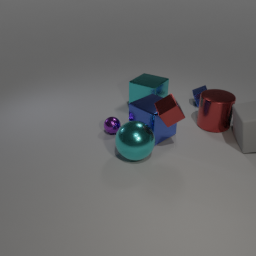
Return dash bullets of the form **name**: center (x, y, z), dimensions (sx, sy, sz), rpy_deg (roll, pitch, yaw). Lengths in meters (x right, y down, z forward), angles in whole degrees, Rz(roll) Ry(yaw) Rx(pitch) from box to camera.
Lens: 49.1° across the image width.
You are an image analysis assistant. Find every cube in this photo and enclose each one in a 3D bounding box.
- **cube**: center (3.592, -1.550, 13.634), dimensions (0.700, 0.700, 0.700), rpy_deg (-19, 25, 18)
- **cube**: center (0.982, -1.635, 13.306), dimensions (1.400, 1.400, 1.400), rpy_deg (18, 35, 28)
- **cube**: center (0.994, -0.362, 11.131), dimensions (1.400, 1.400, 1.400), rpy_deg (-26, 38, -36)
- **cube**: center (4.787, -0.083, 10.415), dimensions (1.400, 1.400, 1.400), rpy_deg (-9, 30, 9)
- **cube**: center (1.417, -0.598, 9.533), dimensions (0.700, 0.700, 0.700), rpy_deg (-30, 41, 15)

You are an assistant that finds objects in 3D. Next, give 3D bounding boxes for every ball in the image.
- **ball**: center (-0.644, -0.118, 11.426), dimensions (0.700, 0.700, 0.700), rpy_deg (0, 31, 0)
- **ball**: center (0.249, 0.435, 9.788), dimensions (1.400, 1.400, 1.400), rpy_deg (0, 31, 0)

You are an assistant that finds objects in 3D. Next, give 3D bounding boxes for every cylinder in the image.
- **cylinder**: center (3.687, -0.742, 11.794), dimensions (1.400, 1.400, 1.400), rpy_deg (0, 31, 0)
